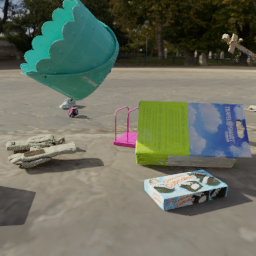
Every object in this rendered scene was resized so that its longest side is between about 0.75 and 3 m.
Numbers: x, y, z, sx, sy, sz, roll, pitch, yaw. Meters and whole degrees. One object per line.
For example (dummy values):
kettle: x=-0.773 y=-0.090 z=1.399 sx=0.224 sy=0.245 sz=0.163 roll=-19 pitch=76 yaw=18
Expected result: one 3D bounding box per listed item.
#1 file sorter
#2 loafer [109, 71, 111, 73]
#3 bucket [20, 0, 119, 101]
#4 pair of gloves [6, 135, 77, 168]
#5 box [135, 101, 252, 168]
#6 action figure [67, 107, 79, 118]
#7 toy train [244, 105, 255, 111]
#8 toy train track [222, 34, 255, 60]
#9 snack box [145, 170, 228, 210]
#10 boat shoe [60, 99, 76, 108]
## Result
file sorter: x=0.586 y=-0.058 z=9.367 sx=1.842 sy=1.155 sz=1.280 roll=6 pitch=16 yaw=21
loafer: x=-0.842 y=-2.362 z=10.420 sx=0.405 sy=0.415 sz=1.136 roll=-25 pitch=-15 yaw=-24
bucket: x=-1.615 y=-2.171 z=8.042 sx=1.718 sy=2.640 sz=2.640 roll=33 pitch=-5 yaw=-34
pair of gloves: x=-2.600 y=0.648 z=8.315 sx=1.838 sy=0.379 sz=2.161 roll=-12 pitch=16 yaw=-25
box: x=1.706 y=0.140 z=7.747 sx=2.909 sy=0.693 sz=1.774 roll=2 pitch=59 yaw=5
action figure: x=-2.644 y=-0.828 z=13.290 sx=0.549 sy=0.610 sz=0.819 roll=-9 pitch=31 yaw=-11
toy train: x=6.964 y=-1.490 z=13.459 sx=2.965 sy=1.716 sz=1.255 roll=15 pitch=21 yaw=42
toy train track: x=3.135 y=-2.226 z=7.646 sx=1.205 sy=0.691 sz=0.196 roll=28 pitch=-26 yaw=-11
snack box: x=1.238 y=1.305 z=6.083 sx=1.547 sy=0.287 sz=0.898 roll=-6 pitch=17 yaw=-21
boat shoe: x=-3.315 y=-1.384 z=15.393 sx=0.472 sy=0.482 sz=1.353 roll=6 pitch=16 yaw=19
